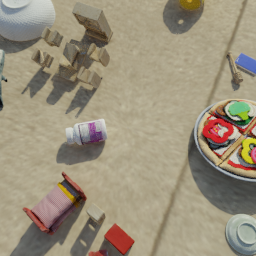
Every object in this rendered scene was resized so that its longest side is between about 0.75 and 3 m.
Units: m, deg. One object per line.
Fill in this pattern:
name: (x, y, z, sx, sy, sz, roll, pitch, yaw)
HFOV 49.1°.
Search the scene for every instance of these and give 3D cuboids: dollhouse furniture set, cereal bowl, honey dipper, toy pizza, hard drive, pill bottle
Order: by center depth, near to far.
dollhouse furniture set: (-1.084, 2.262, 6.437, 2.306, 0.938, 1.241, 38, 69, 17)
toy pizza: (3.172, 0.148, 7.500, 2.723, 0.432, 2.723, -3, 52, 3)
pill bottle: (-1.135, 0.131, 7.699, 1.079, 0.606, 0.606, -11, 64, -5)
dollhouse furniture set: (-1.478, -2.530, 8.911, 2.036, 1.442, 2.217, 22, 87, 12)
honey dipper: (3.420, -1.990, 8.998, 0.239, 0.239, 1.258, -3, 59, -2)
hard drive: (3.900, -2.092, 9.094, 0.770, 0.098, 0.508, 34, 68, 16)
cereal bowl: (-3.684, -4.133, 9.672, 2.196, 0.915, 2.196, 0, 63, 1)

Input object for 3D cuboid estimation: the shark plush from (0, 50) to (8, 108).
shark plush: (-3.674, -1.386, 8.029, 0.737, 1.621, 0.675, -3, 18, 24)

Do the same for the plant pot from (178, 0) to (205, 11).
plant pot: (2.345, -5.000, 9.936, 1.372, 1.372, 1.290, 16, 79, 8)

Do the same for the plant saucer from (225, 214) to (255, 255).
plant saucer: (2.833, 2.524, 6.707, 0.933, 0.234, 0.933, 0, 63, -1)
